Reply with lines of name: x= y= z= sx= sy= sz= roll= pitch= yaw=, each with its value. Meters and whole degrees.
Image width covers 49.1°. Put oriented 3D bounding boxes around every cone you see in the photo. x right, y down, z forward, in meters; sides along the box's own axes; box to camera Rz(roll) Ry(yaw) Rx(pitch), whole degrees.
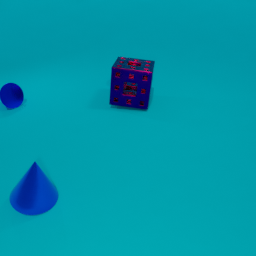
cone: x=-1.973 y=1.095 z=5.926 sx=1.028 sy=1.032 sz=1.028 roll=9 pitch=34 yaw=-6
cone: x=-4.408 y=-1.149 z=10.080 sx=0.908 sy=0.905 sz=0.905 roll=3 pitch=27 yaw=38

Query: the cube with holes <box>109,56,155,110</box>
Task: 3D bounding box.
cube with holes: x=0.162 y=-1.627 z=9.978 sx=1.357 sy=1.357 sz=1.357 roll=8 pitch=30 yaw=4
